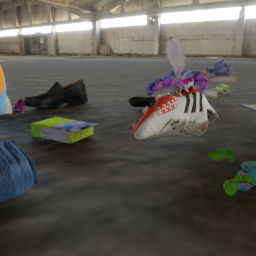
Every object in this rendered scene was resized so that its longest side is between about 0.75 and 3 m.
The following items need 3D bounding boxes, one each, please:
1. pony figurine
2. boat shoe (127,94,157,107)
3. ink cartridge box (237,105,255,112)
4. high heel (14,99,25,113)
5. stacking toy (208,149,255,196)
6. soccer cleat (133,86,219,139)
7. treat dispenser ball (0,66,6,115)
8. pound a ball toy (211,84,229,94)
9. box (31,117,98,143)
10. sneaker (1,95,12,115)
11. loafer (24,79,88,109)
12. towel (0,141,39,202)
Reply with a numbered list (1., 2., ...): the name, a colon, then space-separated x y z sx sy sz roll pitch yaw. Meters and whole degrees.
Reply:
1. pony figurine: 2.106 -1.623 9.686 2.852 2.375 2.753 -6 -15 -10
2. boat shoe: 0.591 -0.864 9.504 1.306 0.448 0.370 0 51 -29
3. ink cartridge box: 4.402 -0.013 6.080 2.842 0.668 2.809 -6 18 -13
4. high heel: -3.508 -0.778 9.008 0.318 0.453 0.945 -7 18 -24
5. stacking toy: 2.129 0.679 4.151 1.664 0.391 1.255 0 14 7
6. soccer cleat: 1.099 -0.193 5.886 1.074 0.866 2.522 47 39 16
7. treat dispenser ball: -3.724 -0.783 5.379 2.537 2.537 2.537 0 16 0
8. pound a ball toy: 4.188 -1.722 12.714 0.516 0.336 0.792 -26 17 1
9. box: -1.443 0.032 6.407 1.341 0.320 0.818 9 18 29
10. sneaker: -3.980 -0.820 8.938 0.521 0.594 1.483 -11 18 -28
11. loafer: -2.488 -1.195 9.738 0.857 0.851 2.353 16 23 42
12. towel: -2.474 0.733 3.481 2.425 0.589 1.354 -9 17 -32
